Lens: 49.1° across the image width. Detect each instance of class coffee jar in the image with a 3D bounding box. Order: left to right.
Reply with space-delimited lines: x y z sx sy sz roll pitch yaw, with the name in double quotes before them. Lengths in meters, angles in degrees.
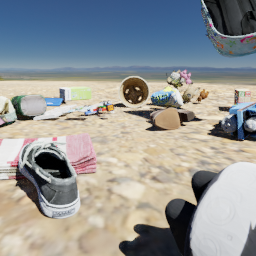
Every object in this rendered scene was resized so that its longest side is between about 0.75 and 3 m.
"coffee jar" -3.724 -0.837 10.255 0.937 0.766 1.796 -9 9 -36

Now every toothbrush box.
"toothbrush box" -3.103 -2.046 16.492 1.608 0.692 1.171 -6 14 -30

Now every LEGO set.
"LEGO set" -1.731 -0.558 10.425 2.811 0.690 2.100 -7 13 12

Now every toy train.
"toy train" 3.299 -0.240 7.597 1.230 0.933 2.153 -2 10 38

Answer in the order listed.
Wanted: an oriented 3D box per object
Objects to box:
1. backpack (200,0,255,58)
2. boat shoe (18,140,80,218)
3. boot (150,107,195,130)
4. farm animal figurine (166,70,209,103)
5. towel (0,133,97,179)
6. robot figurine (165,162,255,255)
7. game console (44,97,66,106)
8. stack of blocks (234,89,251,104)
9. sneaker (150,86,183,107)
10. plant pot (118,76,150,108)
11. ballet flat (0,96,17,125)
"backpack" 3.207 -3.115 7.866 2.091 2.356 1.773 -16 -33 13
"boat shoe" -1.164 0.487 3.966 0.678 0.627 1.837 -4 22 -24
"boot" 1.141 -0.325 8.816 1.814 0.637 1.326 -7 7 -35
"farm animal figurine" 2.841 -1.963 14.184 2.266 1.139 1.830 34 2 -30
"towel" -2.154 0.473 5.457 2.965 0.337 2.136 -3 11 -12
"robot figurine" 1.095 0.868 1.806 1.101 1.325 1.764 23 -6 -42
"game console" -3.689 -1.179 13.844 1.039 0.614 0.886 1 43 7
"stack of blocks" 4.806 -1.169 11.854 0.455 0.895 1.555 3 12 14
"sneaker" 1.783 -1.332 13.347 1.240 0.894 2.360 -21 15 1
"plant pot" 0.286 -1.645 13.448 1.454 1.454 1.331 0 0 1
"ballet flat" -4.051 -0.494 8.554 0.879 0.905 2.544 14 12 -1
